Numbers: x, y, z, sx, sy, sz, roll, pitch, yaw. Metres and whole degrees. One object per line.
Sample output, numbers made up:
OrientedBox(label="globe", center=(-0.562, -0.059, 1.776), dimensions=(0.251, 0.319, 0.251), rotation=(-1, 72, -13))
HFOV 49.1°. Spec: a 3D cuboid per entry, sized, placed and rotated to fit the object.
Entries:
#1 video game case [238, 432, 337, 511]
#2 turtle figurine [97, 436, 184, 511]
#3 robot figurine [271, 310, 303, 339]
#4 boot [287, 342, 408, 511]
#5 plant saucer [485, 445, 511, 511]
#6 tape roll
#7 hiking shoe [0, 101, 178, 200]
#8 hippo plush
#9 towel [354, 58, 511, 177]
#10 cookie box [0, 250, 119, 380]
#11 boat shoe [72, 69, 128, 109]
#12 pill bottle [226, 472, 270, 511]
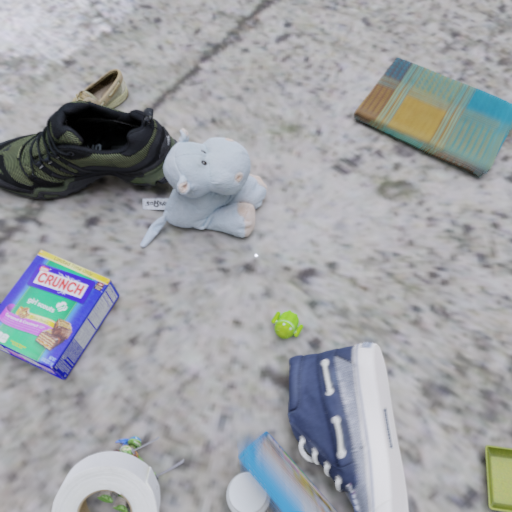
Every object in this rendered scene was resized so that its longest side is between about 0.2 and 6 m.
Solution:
OrientedBox(label="video game case", center=(0.471, 2.654, 6.253), dimensions=(0.185, 2.079, 1.488), rotation=(-43, 76, -5))
OrientedBox(label="turtle figurine", center=(-1.532, 2.737, 7.103), dimensions=(0.927, 0.667, 0.899), rotation=(15, 54, 12))
OrientedBox(label="robot figurine", center=(0.448, 1.016, 8.226), dimensions=(0.452, 0.298, 0.516), rotation=(32, 33, 4))
OrientedBox(label="boot", center=(1.148, 2.569, 7.198), dimensions=(1.255, 1.011, 2.778), rotation=(-13, 66, 22))
OrientedBox(label="plant saucer", center=(3.375, 2.935, 7.284), dimensions=(0.797, 0.191, 0.796), rotation=(7, 61, 4))
OrientedBox(label="tape roll", center=(-1.780, 3.025, 6.747), dimensions=(1.250, 0.437, 1.250), rotation=(0, 94, -4))
OrientedBox(label="hiking shoe", center=(-2.994, -1.862, 8.964), dimensions=(3.356, 1.689, 1.271), rotation=(-6, 65, 7))
OrientedBox(label="hippo plush", center=(-0.871, -1.315, 8.795), dimensions=(2.125, 1.709, 1.693), rotation=(-3, 61, -2))
OrientedBox(label="towel", center=(3.362, -2.629, 10.354), dimensions=(2.596, 0.282, 1.904), rotation=(29, 62, 17))
OrientedBox(label="cookie box", center=(-2.995, 0.836, 8.239), dimensions=(1.291, 0.567, 1.510), rotation=(21, 62, 13))
OrientedBox(label="boat shoe", center=(-3.110, -2.778, 10.268), dimensions=(0.642, 0.578, 1.779), rotation=(37, 67, 19))
OrientedBox(label="pill bottle", center=(-0.092, 2.948, 6.842), dimensions=(0.537, 0.943, 0.537), rotation=(0, 61, 0))
